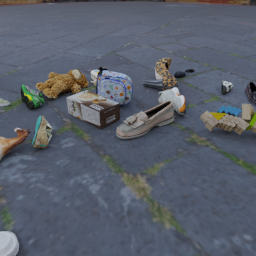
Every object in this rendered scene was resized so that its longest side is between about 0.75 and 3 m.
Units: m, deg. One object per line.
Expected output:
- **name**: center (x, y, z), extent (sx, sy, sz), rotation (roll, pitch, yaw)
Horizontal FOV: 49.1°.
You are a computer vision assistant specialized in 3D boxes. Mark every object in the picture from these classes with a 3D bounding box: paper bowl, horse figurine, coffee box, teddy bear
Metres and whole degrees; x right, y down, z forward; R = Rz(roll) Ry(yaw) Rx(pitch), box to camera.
- **paper bowl**: center (-2.933, 2.702, 6.391), extent (0.783, 0.407, 0.783), rotation (-1, 31, 1)
- **horse figurine**: center (-4.716, 0.808, 9.256), extent (1.825, 0.687, 2.754), rotation (10, 32, 16)
- **coffee box**: center (-1.470, -0.821, 11.827), extent (2.049, 0.817, 1.172), rotation (25, 39, 35)
- **teddy bear**: center (-3.277, -2.308, 14.228), extent (2.759, 0.921, 2.000), rotation (-16, 37, -25)

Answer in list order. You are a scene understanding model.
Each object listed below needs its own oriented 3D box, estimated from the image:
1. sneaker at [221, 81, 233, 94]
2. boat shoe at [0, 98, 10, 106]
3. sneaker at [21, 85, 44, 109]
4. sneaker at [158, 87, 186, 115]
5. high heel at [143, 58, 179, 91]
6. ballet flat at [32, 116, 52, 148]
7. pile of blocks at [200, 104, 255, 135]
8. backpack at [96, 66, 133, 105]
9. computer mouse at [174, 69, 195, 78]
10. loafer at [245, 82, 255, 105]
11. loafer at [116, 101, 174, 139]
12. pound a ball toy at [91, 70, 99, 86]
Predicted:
- **sneaker**: center (5.062, -2.078, 14.241), extent (0.584, 0.489, 1.319), rotation (7, 32, 16)
- **boat shoe**: center (-5.933, -1.225, 13.012), extent (0.948, 0.294, 0.341), rotation (7, 32, 11)
- **sneaker**: center (-4.526, -1.463, 13.163), extent (0.788, 0.722, 1.851), rotation (-13, 42, -34)
- **sneaker**: center (1.921, -1.123, 12.500), extent (1.028, 0.846, 2.234), rotation (-9, 24, 0)
- **high heel**: center (2.284, -2.928, 15.034), extent (1.970, 0.987, 2.764), rotation (14, 50, 34)
- **ballet flat**: center (-3.183, 0.178, 10.538), extent (0.620, 0.669, 1.899), rotation (19, 28, -21)
- **pile of blocks**: center (4.182, -0.288, 10.791), extent (2.750, 0.855, 1.129), rotation (10, 74, 9)
- **backpack**: center (-0.600, -1.758, 12.707), extent (1.656, 1.739, 1.339), rotation (0, 36, -10)
- **computer mouse**: center (3.344, -3.295, 16.459), extent (0.508, 0.295, 1.733), rotation (26, 39, 37)
- **loafer**: center (6.095, -1.642, 13.421), extent (0.668, 0.585, 1.857), rotation (0, 31, 0)
- **loafer**: center (0.707, -0.406, 11.092), extent (2.755, 0.866, 0.990), rotation (-20, 36, -30)
- **pound a ball toy**: center (-1.722, -2.810, 15.422), extent (0.814, 0.530, 1.248), rotation (-16, 34, -25)
